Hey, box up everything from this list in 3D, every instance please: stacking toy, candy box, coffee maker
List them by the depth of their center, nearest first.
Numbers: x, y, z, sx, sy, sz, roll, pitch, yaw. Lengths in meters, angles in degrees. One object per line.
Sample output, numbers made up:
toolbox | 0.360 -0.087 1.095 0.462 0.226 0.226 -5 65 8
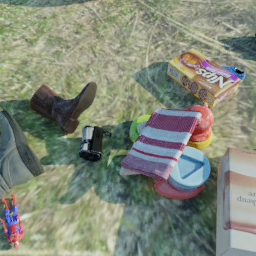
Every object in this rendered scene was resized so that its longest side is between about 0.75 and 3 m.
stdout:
stacking toy | 1.055 0.355 7.199 2.305 1.076 2.547 12 54 8
coffee maker | -0.864 0.411 7.473 0.821 0.576 0.855 0 54 -1
candy box | 2.380 -1.654 9.025 1.184 0.573 2.029 -32 58 -21

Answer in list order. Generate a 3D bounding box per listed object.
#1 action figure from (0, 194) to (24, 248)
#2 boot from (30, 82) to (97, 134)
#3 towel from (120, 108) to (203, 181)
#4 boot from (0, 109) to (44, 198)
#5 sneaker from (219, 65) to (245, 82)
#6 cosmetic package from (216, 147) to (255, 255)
action figure | -2.637 2.130 6.370 0.403 0.318 1.232 -18 58 -16
boot | -1.945 -0.934 8.114 1.810 0.581 1.687 33 92 26
towel | 0.813 0.285 6.934 1.444 0.228 2.005 9 57 45
boot | -3.371 0.656 7.183 1.619 0.839 2.479 -31 57 -15
sneaker | 3.350 -1.933 9.322 1.138 0.446 0.375 29 60 22
cosmetic package | 2.673 1.711 6.211 1.208 1.020 2.337 8 54 6
